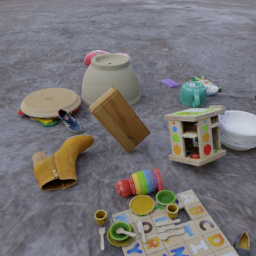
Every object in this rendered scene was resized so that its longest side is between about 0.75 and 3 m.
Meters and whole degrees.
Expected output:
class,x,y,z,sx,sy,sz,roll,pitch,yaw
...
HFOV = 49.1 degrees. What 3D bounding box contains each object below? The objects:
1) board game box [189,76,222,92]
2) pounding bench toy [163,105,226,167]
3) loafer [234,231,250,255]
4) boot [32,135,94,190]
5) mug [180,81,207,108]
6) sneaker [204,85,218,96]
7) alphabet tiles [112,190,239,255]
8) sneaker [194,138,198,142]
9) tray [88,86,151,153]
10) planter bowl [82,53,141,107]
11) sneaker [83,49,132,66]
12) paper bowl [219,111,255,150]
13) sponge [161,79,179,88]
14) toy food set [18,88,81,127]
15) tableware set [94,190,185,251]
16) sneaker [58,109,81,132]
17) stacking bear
class,x,y,z,sx,sy,sz,roll,pitch,yaw
board game box,3.857,-2.201,14.068,0.888,0.199,1.695,-12,34,-14
pounding bench toy,2.370,0.217,8.791,2.052,1.601,1.275,-15,12,-33
loafer,2.451,2.716,6.051,0.389,0.386,1.068,11,34,14
boot,-1.760,1.068,8.484,2.125,0.748,1.521,-20,43,-22
mug,2.959,-1.512,12.331,1.131,0.851,1.376,-19,37,-27
sneaker,3.500,-1.799,13.037,1.381,0.501,0.496,2,75,13
alphabet tiles,1.055,2.629,6.253,2.272,0.103,2.718,-14,34,-12
sneaker,2.458,0.231,10.118,0.568,0.373,0.987,10,25,32
tray,-0.213,-0.198,8.731,1.022,2.072,0.384,-42,37,-3
planter bowl,-0.780,-2.226,12.554,2.747,1.848,2.747,0,33,0
sneaker,-1.186,-3.763,15.768,2.763,1.018,1.198,1,33,2
paper bowl,3.840,0.137,9.693,1.668,0.868,1.668,0,31,0
sponge,2.127,-2.276,14.233,0.492,0.132,0.882,-15,35,-23
toy food set,-3.244,-0.986,11.721,2.539,0.618,2.513,26,40,35
tableware set,0.244,2.113,6.809,2.093,0.321,1.410,-10,33,-4
sneaker,-2.172,-0.287,10.199,1.074,0.454,0.403,40,76,6
stacking bear,0.284,1.554,7.680,1.247,0.709,0.757,-13,28,-8
